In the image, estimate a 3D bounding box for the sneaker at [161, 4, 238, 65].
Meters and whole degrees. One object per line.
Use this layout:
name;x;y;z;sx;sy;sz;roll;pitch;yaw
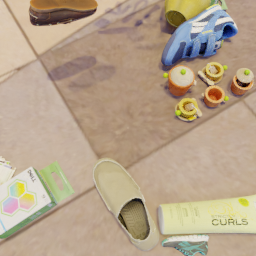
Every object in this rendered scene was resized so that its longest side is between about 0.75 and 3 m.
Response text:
sneaker;2.157;-2.646;8.367;2.721;1.006;1.119;-38;74;-14

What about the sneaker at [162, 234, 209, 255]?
sneaker;1.336;2.729;6.429;1.105;0.429;0.504;-3;71;0

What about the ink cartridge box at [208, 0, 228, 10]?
ink cartridge box;2.509;-4.322;9.287;1.567;0.465;0.813;-5;59;-3

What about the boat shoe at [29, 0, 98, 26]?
boat shoe;-1.484;-2.693;6.477;1.610;0.566;0.567;-15;63;-27

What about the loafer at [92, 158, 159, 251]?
loafer;-0.047;1.682;6.618;0.929;0.839;2.456;-32;71;-13

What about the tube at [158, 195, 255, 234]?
tube;2.053;2.057;6.592;2.629;0.682;0.763;-1;90;-4

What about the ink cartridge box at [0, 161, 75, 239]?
ink cartridge box;-2.423;1.652;6.771;1.976;0.586;1.026;-32;71;-12

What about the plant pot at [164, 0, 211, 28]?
plant pot;1.679;-3.712;8.617;1.419;1.419;1.007;26;75;10

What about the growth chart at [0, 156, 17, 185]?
growth chart;-3.401;1.084;7.282;0.980;0.087;0.709;24;69;10

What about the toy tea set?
toy tea set;2.274;-1.288;7.810;2.528;0.936;1.503;-22;69;-9
